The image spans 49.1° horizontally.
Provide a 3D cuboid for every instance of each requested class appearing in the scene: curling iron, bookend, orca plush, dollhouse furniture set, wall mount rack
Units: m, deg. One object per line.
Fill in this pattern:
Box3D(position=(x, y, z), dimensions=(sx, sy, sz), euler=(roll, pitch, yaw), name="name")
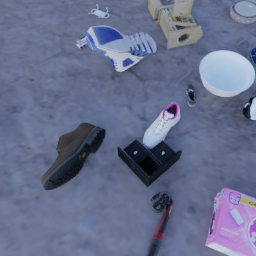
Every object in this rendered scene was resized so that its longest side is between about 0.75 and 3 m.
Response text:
Box3D(position=(0.722, 3.237, 8.256), dimensions=(0.727, 0.375, 2.933), euler=(16, 61, 9), name="curling iron")
Box3D(position=(0.711, 0.866, 9.376), dimensions=(1.526, 0.703, 1.516), euler=(-37, 67, -19), name="bookend")
Box3D(position=(4.957, -1.184, 10.415), dimensions=(2.471, 1.300, 0.878), euler=(-47, 37, -12), name="orca plush")
Box3D(position=(2.084, -5.334, 11.798), dimensions=(1.542, 2.452, 2.773), euler=(-14, 63, -8), name="dollhouse furniture set")
Box3D(position=(-1.370, -5.356, 13.014), dimensions=(0.941, 0.351, 0.818), euler=(24, 64, 13), name="wall mount rack")

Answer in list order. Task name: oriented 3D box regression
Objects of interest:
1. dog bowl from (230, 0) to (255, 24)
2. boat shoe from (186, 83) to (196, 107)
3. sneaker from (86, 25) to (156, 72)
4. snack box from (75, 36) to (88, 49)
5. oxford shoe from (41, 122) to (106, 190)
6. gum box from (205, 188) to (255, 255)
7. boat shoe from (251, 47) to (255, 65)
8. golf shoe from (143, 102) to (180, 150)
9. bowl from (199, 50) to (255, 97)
Box3D(position=(5.451, -5.427, 13.013), dimensions=(1.429, 0.419, 1.429), euler=(0, 61, 0), name="dog bowl")
Box3D(position=(2.464, -1.339, 10.805), dimensions=(0.380, 0.328, 1.047), euler=(2, 61, 1), name="boat shoe")
Box3D(position=(-0.384, -2.833, 10.713), dimensions=(2.801, 1.618, 1.132), euler=(-5, 67, -38), name="sneaker")
Box3D(position=(-1.737, -3.903, 12.326), dimensions=(1.173, 0.143, 0.422), euler=(-34, 67, -17), name="snack box")
Box3D(position=(-1.977, 0.871, 9.284), dimensions=(1.162, 1.000, 2.753), euler=(26, 53, 19), name="oxford shoe")
Box3D(position=(3.746, 3.037, 8.019), dimensions=(2.863, 0.947, 1.625), euler=(20, 64, 11), name="gum box")
Box3D(position=(5.708, -2.642, 11.336), dimensions=(0.804, 0.656, 1.910), euler=(-19, 63, -10), name="boat shoe")
Box3D(position=(1.164, -0.116, 9.812), dimensions=(0.752, 0.914, 1.998), euler=(31, 67, 15), name="golf shoe")
Box3D(position=(3.691, -1.923, 10.790), dimensions=(2.047, 0.920, 2.047), euler=(0, 60, 0), name="bowl")
